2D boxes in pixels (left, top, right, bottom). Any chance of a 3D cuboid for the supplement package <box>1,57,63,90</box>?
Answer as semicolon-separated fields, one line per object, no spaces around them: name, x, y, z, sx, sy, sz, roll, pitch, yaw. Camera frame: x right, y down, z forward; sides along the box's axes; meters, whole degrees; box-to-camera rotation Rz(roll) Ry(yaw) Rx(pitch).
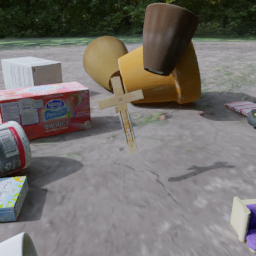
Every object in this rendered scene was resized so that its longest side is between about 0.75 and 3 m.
supplement package;-4.405;-2.347;12.883;2.713;1.486;1.543;20;29;39

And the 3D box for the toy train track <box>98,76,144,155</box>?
toy train track;-0.065;-0.249;5.904;0.942;1.643;0.267;-14;0;2

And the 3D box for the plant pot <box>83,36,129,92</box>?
plant pot;-0.713;-2.793;13.336;2.403;2.403;2.579;-8;37;-18

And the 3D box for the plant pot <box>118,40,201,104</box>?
plant pot;1.142;-2.233;11.226;2.732;2.984;2.984;-14;22;4

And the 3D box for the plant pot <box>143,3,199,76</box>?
plant pot;1.173;-2.712;9.073;1.762;1.886;1.762;16;3;-1

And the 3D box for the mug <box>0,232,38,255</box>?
mug;-1.561;1.928;3.074;1.085;1.059;1.322;-14;19;-14

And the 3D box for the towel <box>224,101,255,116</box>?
towel;4.548;-0.719;10.630;1.129;0.231;1.543;-7;21;-17

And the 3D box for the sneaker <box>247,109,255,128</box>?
sneaker;5.068;-0.533;9.007;2.837;1.056;1.200;-12;25;-26

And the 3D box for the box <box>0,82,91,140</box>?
box;-2.610;-0.573;8.710;2.654;1.362;1.256;-13;25;-27

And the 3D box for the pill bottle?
pill bottle;-3.277;0.648;5.948;2.105;1.165;1.165;-20;29;-40

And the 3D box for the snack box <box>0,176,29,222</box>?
snack box;-2.445;1.343;5.320;0.862;0.346;1.022;-3;23;-5

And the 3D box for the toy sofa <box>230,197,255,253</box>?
toy sofa;2.509;1.507;4.594;1.441;0.597;0.703;-3;21;-6
